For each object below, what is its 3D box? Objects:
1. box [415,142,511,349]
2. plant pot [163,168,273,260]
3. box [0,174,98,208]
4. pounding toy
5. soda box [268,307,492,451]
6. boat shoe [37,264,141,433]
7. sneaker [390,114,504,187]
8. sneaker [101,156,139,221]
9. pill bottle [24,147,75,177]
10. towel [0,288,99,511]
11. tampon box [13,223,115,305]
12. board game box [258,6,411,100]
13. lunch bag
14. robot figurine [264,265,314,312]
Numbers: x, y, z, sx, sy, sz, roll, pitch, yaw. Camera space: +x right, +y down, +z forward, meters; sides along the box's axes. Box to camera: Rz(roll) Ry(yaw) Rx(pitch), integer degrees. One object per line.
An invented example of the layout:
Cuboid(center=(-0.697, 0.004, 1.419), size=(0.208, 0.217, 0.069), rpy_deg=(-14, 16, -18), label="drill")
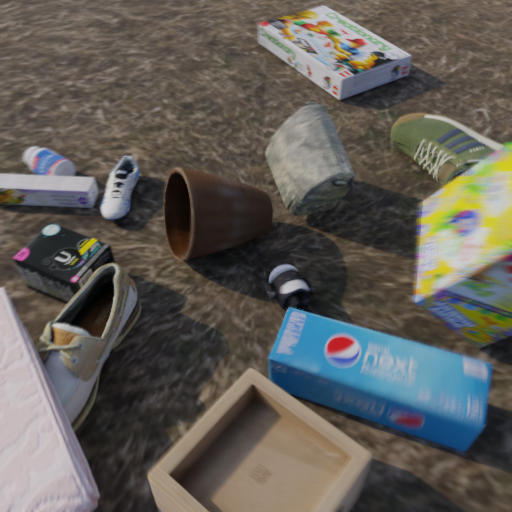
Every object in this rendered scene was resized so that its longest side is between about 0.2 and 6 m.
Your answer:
Cuboid(center=(3.811, -0.272, 8.509), size=(1.457, 2.301, 2.389), rpy_deg=(35, 47, -17), label="box")
Cuboid(center=(-0.608, -0.752, 9.918), size=(1.671, 1.562, 1.562), rpy_deg=(-3, 45, -25), label="plant pot")
Cuboid(center=(-4.313, -1.281, 10.979), size=(2.303, 0.446, 0.477), rpy_deg=(2, 47, 2), label="box")
Cuboid(center=(-0.005, 3.233, 6.152), size=(2.567, 1.337, 2.922), rpy_deg=(31, 54, 26), label="pounding toy")
Cuboid(center=(1.648, 1.688, 7.810), size=(2.848, 0.966, 0.914), rpy_deg=(16, 55, 14), label="soda box")
Cuboid(center=(-2.692, 1.367, 8.100), size=(1.116, 1.022, 2.987), rpy_deg=(12, 49, 12), label="boat shoe")
Cuboid(center=(3.914, -1.905, 11.171), size=(2.931, 0.983, 1.316), rpy_deg=(27, 48, 19), label="sneaker")
Cuboid(center=(-2.680, -1.328, 10.947), size=(0.580, 0.585, 1.614), rpy_deg=(3, 48, 2), label="sneaker")
Cuboid(center=(-4.246, -1.855, 11.438), size=(1.014, 0.569, 0.569), rpy_deg=(27, 53, 24), label="pill bottle")
Cuboid(center=(-4.273, 2.597, 6.918), size=(3.795, 0.612, 3.624), rpy_deg=(-31, 54, -12), label="towel")
Cuboid(center=(-3.148, 0.182, 9.372), size=(1.274, 0.804, 0.955), rpy_deg=(19, 50, 17), label="tampon box")
Cuboid(center=(1.966, -5.437, 14.728), size=(2.266, 0.621, 3.590), rpy_deg=(-25, 52, -23), label="board game box")
Cuboid(center=(1.062, -1.750, 10.351), size=(1.199, 1.443, 1.721), rpy_deg=(-12, 71, -18), label="lunch bag")
Cuboid(center=(0.551, 0.554, 9.210), size=(0.552, 0.665, 0.885), rpy_deg=(-41, 48, 15), label="robot figurine")
